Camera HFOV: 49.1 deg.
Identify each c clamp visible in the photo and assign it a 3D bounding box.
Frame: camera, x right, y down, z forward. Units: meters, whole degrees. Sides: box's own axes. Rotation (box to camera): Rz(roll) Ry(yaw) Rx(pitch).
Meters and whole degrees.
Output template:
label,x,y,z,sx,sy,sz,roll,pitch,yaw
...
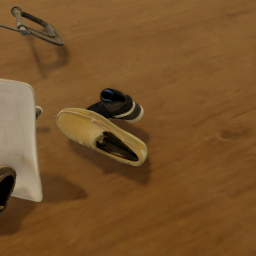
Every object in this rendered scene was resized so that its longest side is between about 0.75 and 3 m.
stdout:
label,x,y,z,sx,sy,sz,roll,pitch,yaw
c clamp,-3.158,-3.362,9.003,2.288,0.363,2.678,16,26,-29

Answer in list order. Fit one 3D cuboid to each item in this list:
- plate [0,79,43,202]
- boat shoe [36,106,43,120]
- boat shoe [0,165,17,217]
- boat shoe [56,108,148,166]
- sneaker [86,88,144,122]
label,x,y,z,sx,sy,sz,roll,pitch,yaw
plate,-3.102,0.108,5.755,2.876,2.870,0.465,11,33,6
boat shoe,-2.534,-0.229,7.283,0.292,0.818,0.244,40,26,-16
boat shoe,-2.750,1.516,5.625,0.594,0.584,1.594,25,82,-30
boat shoe,-0.670,0.177,6.520,2.392,0.911,0.857,22,99,7
sneaker,-0.568,-0.619,7.031,1.784,0.998,0.652,1,63,34
